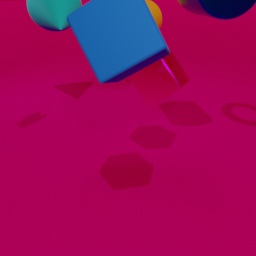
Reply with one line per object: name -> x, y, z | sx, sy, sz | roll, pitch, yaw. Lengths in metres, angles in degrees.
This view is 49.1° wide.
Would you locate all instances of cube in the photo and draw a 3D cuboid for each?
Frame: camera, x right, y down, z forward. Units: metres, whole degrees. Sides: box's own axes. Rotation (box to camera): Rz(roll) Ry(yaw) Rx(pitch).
cube -> 0.643, -1.013, 5.711 | 0.818, 0.818, 0.818 | -32, 3, 31
cube -> -0.062, -1.078, 3.314 | 0.817, 0.817, 0.817 | -26, 4, 15

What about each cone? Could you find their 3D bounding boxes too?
cone -> -2.028, -3.196, 8.063 | 1.632, 1.632, 1.639 | -8, 46, -15

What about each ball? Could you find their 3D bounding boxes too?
ball -> 0.512, -3.687, 9.555 | 1.295, 1.295, 1.295 | 0, 27, 0

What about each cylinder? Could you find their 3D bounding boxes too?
cylinder -> 1.732, -2.888, 5.490 | 1.327, 1.327, 1.327 | -4, 27, -8
